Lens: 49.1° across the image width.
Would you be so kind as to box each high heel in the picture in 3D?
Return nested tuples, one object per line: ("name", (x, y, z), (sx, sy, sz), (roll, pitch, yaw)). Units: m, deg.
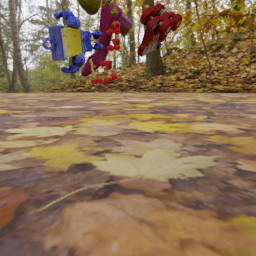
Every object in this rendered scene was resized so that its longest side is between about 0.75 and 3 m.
("high heel", (-1.216, -3.377, 10.776), (1.426, 2.966, 1.000), (36, 20, -21))

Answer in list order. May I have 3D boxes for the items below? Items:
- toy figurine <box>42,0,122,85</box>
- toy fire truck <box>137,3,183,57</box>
("toy figurine", (-1.128, -2.077, 6.107), (1.494, 2.494, 1.315), (-17, 24, -35))
("toy fire truck", (1.231, -4.029, 11.703), (1.189, 1.780, 2.120), (36, 45, 13))
